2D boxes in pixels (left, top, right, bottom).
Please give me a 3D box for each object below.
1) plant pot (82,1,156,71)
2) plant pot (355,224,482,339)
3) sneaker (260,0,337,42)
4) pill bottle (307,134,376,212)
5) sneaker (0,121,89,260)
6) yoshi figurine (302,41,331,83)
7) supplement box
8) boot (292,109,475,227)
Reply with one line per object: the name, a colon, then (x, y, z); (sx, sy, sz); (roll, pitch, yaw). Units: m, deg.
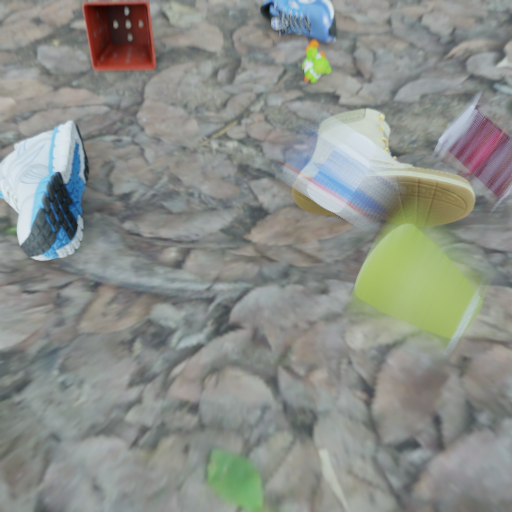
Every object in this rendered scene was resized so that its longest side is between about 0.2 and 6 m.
plant pot: (-3.079, -5.274, 13.110); (1.464, 1.463, 1.290); (-1, 35, -1)
plant pot: (1.990, 0.402, 6.608); (1.114, 1.114, 1.190); (-32, 54, -27)
sneaker: (1.021, -5.877, 14.028); (1.195, 1.053, 2.681); (-30, 45, -16)
pill bottle: (1.076, -1.038, 6.921); (0.512, 0.512, 0.913); (31, 79, 27)
sneaker: (-3.637, -0.995, 9.156); (1.435, 1.242, 3.313); (-11, 38, -2)
yoshi figurine: (1.415, -4.406, 12.730); (0.671, 0.669, 1.194); (8, 49, -1)
supplement box: (3.007, -1.338, 7.269); (1.117, 0.608, 0.340); (52, 27, 20)
boot: (2.263, -1.601, 9.657); (2.880, 1.048, 2.238); (5, 45, 19)
